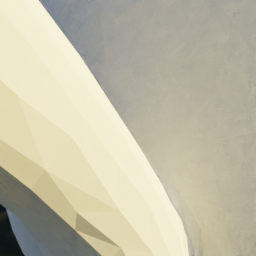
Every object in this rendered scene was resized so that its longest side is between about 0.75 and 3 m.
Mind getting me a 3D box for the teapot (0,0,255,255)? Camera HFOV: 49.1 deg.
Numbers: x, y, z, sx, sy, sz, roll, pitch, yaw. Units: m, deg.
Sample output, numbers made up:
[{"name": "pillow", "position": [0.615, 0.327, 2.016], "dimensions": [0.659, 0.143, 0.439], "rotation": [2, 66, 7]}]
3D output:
[{"name": "teapot", "position": [0.606, -0.449, 1.420], "dimensions": [2.609, 1.931, 2.643], "rotation": [-1, 6, -13]}]
